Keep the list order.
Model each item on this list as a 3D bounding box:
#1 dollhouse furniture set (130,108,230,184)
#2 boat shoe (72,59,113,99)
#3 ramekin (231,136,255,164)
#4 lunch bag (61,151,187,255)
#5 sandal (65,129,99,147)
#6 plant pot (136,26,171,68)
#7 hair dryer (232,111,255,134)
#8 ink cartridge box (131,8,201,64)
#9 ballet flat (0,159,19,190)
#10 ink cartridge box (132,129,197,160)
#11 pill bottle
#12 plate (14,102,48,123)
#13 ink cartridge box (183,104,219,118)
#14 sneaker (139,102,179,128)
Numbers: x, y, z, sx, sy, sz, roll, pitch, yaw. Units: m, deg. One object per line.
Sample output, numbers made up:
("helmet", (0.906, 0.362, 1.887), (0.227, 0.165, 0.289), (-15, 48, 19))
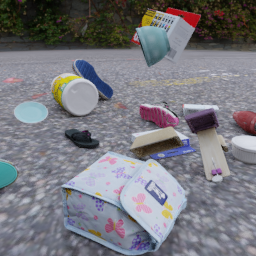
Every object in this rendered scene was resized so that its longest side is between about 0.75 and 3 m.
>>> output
("dollhouse furniture set", (1.526, 1.003, 7.784), (2.512, 1.990, 1.783), (-17, 57, 18))
("boat shoe", (-1.982, -2.359, 14.348), (0.994, 2.747, 0.992), (-5, 51, 42))
("ramekin", (3.589, 0.650, 8.236), (1.095, 0.510, 1.095), (0, 19, 0))
("lunch bag", (0.008, 1.339, 5.329), (1.940, 1.233, 1.645), (16, 26, 25))
("sandal", (-1.626, 0.249, 9.465), (0.664, 0.423, 1.766), (-17, 26, -39))
("plant pot", (0.777, -2.458, 8.183), (0.783, 1.168, 1.168), (-19, 19, 5))
("hair dryer", (5.142, -0.067, 10.353), (2.812, 0.764, 2.142), (24, 13, 39))
("ink cartridge box", (1.504, -4.095, 11.628), (1.001, 2.096, 2.387), (18, 16, -38))
("ballet flat", (-3.828, 1.166, 6.488), (2.414, 0.868, 0.868), (-8, 21, -23))
("ink cartridge box", (1.137, 0.447, 9.075), (1.555, 0.343, 1.584), (-9, 20, -24))
("pill bottle", (-2.626, -1.663, 12.986), (1.617, 1.617, 2.867), (-10, 23, -27))
("plate", (-2.586, -0.396, 7.494), (0.854, 0.109, 0.854), (9, 44, -8))
("ink cartridge box", (3.266, -0.955, 12.787), (1.450, 0.428, 1.812), (3, 22, 8))
("sneaker", (1.404, -0.609, 11.207), (0.997, 0.840, 2.278), (-18, 21, -26))
